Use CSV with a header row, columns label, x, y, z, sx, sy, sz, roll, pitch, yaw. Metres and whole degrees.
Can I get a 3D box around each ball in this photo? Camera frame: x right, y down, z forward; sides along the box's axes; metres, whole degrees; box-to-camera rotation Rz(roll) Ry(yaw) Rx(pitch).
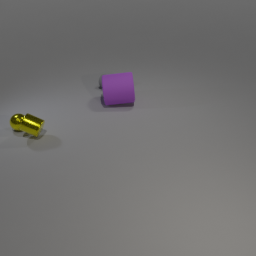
label,x,y,z,sx,sy,sz,roll,pitch,yaw
ball,-4.390,-0.239,11.267,0.700,0.700,0.700,0,32,0

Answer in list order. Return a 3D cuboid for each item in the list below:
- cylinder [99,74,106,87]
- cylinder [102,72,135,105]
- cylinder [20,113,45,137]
label,x,y,z,sx,sy,sz,roll,pitch,yaw
cylinder,-1.046,-2.401,14.587,0.700,0.700,0.700,19,37,31
cylinder,-0.431,-1.822,13.008,1.400,1.400,1.400,-6,32,0
cylinder,-3.645,-0.112,10.682,0.700,0.700,0.700,24,32,-7
